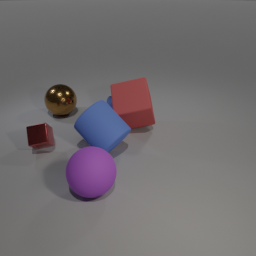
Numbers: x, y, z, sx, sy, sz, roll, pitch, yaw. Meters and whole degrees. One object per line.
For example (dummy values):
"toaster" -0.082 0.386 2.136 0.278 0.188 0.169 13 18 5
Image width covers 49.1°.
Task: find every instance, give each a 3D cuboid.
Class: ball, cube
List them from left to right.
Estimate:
"cube" -3.044 0.291 9.778 0.700 0.700 0.700 -13 -15 1
"ball" -2.968 -1.231 12.374 1.400 1.400 1.400 0 28 0
"ball" -1.016 1.215 7.771 1.400 1.400 1.400 0 28 0
"cube" 0.207 -0.909 10.939 1.400 1.400 1.400 -11 64 7

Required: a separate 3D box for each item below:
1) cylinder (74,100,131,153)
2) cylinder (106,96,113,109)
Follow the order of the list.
"cylinder" -0.861 0.018 9.506 1.400 1.400 1.400 47 42 7
"cylinder" -0.513 -1.085 12.592 0.700 0.700 0.700 -3 26 -30
